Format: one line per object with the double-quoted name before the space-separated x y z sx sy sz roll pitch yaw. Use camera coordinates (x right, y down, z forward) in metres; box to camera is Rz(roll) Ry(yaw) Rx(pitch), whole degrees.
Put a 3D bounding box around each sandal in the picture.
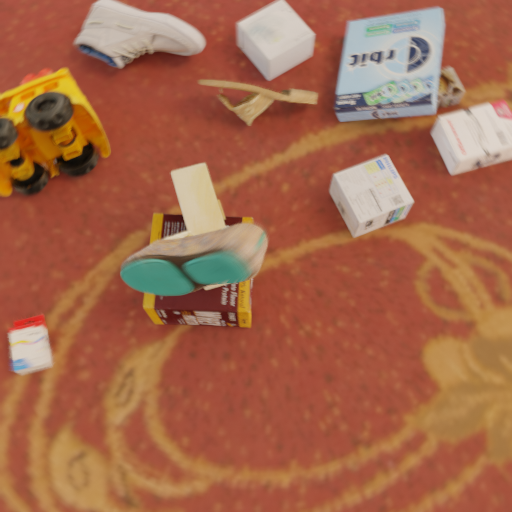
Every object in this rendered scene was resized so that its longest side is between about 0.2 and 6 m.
"sandal" 0.024 -2.812 10.531 2.244 0.823 0.738 3 104 -12

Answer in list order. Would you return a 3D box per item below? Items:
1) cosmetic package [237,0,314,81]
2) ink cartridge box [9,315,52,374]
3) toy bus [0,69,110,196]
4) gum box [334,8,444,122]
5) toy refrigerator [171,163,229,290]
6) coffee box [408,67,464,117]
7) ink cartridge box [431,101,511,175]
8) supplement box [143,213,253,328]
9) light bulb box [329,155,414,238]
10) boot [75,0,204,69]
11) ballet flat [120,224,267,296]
"cosmetic package" 0.379 -4.282 11.116 1.093 0.674 1.097 -34 75 -11
"ink cartridge box" -3.711 1.414 9.178 0.529 0.306 0.910 -14 71 -8
"toy bus" -4.030 -2.421 10.115 2.183 1.481 2.096 -25 58 -6
"gum box" 2.538 -3.612 10.637 1.798 0.471 2.116 1 67 25
"toy refrigerator" -0.753 -0.456 8.527 0.621 0.674 1.775 -16 70 -6
"coffee box" 3.366 -3.171 10.832 1.056 0.422 0.597 -17 71 -6
"ink cartridge box" 4.098 -2.191 10.387 1.349 0.569 0.976 -16 70 -6
"supplement box" -0.875 0.271 9.202 1.629 1.082 1.607 2 70 1
"light bulb box" 2.017 -1.052 9.914 1.061 0.662 1.052 -21 70 -8
"boot" -2.324 -4.136 11.042 2.493 0.917 1.191 21 78 16
"ballet flat" -0.810 0.029 7.490 2.424 0.825 0.815 -5 42 38
